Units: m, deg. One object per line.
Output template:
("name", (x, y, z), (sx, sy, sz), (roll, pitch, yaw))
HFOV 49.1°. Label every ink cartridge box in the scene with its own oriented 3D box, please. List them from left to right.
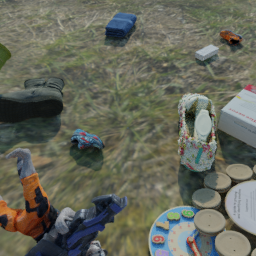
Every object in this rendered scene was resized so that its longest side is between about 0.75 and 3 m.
("ink cartridge box", (3.276, -0.361, 7.395), (1.161, 0.660, 1.593), (33, 53, 30))

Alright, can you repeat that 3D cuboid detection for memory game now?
("memory game", (2.594, 1.526, 5.176), (2.831, 0.180, 2.831), (-7, 29, 4))

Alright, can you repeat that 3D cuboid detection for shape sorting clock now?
("shape sorting clock", (1.120, 2.075, 5.090), (1.487, 0.292, 1.487), (0, 43, 0))

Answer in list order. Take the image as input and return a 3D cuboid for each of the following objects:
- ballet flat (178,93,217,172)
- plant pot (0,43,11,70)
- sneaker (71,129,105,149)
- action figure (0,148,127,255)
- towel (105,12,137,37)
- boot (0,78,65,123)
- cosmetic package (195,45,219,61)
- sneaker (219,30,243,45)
("ballet flat", (1.803, -0.199, 6.980), (1.102, 0.932, 2.915), (9, 42, 1))
("plant pot", (-3.972, -1.573, 7.352), (1.394, 1.394, 1.324), (9, 76, 9))
("sneaker", (-1.006, 0.387, 6.896), (0.961, 0.381, 0.459), (19, 57, 30))
("action figure", (-1.124, 1.377, 4.578), (2.520, 2.438, 1.318), (-37, 7, 15))
("towel", (-0.278, -4.347, 11.810), (0.969, 0.421, 1.735), (13, 44, 12))
("boot", (-2.952, -0.896, 8.039), (2.263, 0.766, 1.479), (-3, 37, -13))
("cosmetic package", (2.887, -2.756, 10.256), (0.900, 0.228, 0.371), (-29, 51, -28))
("sneaker", (3.996, -3.564, 11.019), (0.935, 0.363, 0.524), (26, 48, 25))
